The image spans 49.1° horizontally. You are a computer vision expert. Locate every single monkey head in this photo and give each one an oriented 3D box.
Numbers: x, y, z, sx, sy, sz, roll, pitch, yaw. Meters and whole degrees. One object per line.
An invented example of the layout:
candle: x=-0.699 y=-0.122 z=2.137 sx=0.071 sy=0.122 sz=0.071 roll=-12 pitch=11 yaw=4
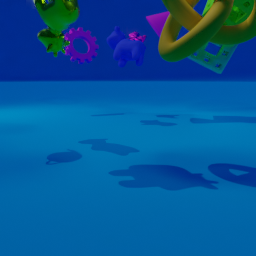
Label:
monkey head: x=0.411 y=-3.351 z=11.155 sx=0.907 sy=1.261 sz=0.760 roll=18 pitch=-16 yaw=39

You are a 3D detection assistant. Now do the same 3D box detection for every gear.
gear: x=-1.959 y=-3.404 z=11.613 sx=1.461 sy=1.461 sz=0.270 roll=-6 pitch=-4 yaw=-28

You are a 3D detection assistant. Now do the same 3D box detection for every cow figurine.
cow figurine: x=-1.603 y=-2.446 z=6.543 sx=1.426 sy=1.403 sz=0.783 roll=0 pitch=27 yaw=39
cow figurine: x=-0.044 y=-2.832 z=9.620 sx=1.488 sy=1.465 sz=0.817 roll=3 pitch=-22 yaw=24

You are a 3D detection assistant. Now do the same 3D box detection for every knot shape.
knot shape: x=1.146 y=-1.880 z=4.570 sx=1.962 sy=1.836 sz=0.906 roll=41 pitch=12 yaw=23

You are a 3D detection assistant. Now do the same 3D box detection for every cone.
cone: x=1.572 y=-3.860 z=10.012 sx=1.340 sy=1.335 sz=1.335 roll=-37 pitch=3 yaw=13

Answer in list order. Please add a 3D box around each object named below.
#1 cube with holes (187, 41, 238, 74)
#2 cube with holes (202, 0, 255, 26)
cube with holes: x=3.142 y=-2.940 z=10.394 sx=1.364 sy=1.364 sz=1.364 roll=29 pitch=16 yaw=7
cube with holes: x=2.803 y=-3.238 z=7.027 sx=1.146 sy=1.146 sz=1.146 roll=29 pitch=-23 yaw=-13
